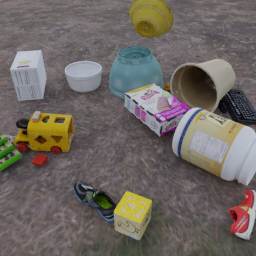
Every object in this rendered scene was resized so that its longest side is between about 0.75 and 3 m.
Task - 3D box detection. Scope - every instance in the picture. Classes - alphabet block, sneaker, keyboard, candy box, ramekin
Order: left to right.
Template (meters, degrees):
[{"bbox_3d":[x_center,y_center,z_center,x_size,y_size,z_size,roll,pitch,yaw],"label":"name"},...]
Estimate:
[{"bbox_3d":[-4.873,0.927,10.570,0.778,0.166,1.295,9,39,11],"label":"keyboard"},{"bbox_3d":[-2.274,-2.642,14.549,1.884,0.989,1.884,0,38,0],"label":"ramekin"},{"bbox_3d":[-0.957,2.097,8.557,1.776,0.736,0.630,29,44,32],"label":"sneaker"},{"bbox_3d":[0.144,2.480,7.948,0.845,0.865,0.850,15,40,20],"label":"alphabet block"},{"bbox_3d":[1.202,-0.839,11.598,1.681,0.752,2.465,-23,45,-29],"label":"candy box"},{"bbox_3d":[4.986,-1.088,13.059,1.678,0.358,2.794,0,37,0],"label":"keyboard"},{"bbox_3d":[3.377,2.423,8.239,0.723,0.656,1.702,12,39,23],"label":"sneaker"}]

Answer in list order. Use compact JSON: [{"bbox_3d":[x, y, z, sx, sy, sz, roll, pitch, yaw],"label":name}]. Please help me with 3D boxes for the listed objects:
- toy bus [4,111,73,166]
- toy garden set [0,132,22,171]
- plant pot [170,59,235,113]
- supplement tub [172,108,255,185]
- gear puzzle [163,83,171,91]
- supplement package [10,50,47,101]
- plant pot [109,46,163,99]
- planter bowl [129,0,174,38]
[{"bbox_3d":[-3.331,0.050,10.662,2.440,1.336,2.586,34,45,32],"label":"toy bus"},{"bbox_3d":[-5.149,0.873,10.134,1.740,0.416,2.087,-38,52,-26],"label":"toy garden set"},{"bbox_3d":[3.548,-2.008,12.543,2.236,2.443,2.443,-30,47,-34],"label":"plant pot"},{"bbox_3d":[3.085,0.598,9.523,2.665,1.924,1.924,26,45,30],"label":"supplement tub"},{"bbox_3d":[2.983,-1.946,14.244,2.556,0.335,1.324,4,39,10],"label":"gear puzzle"},{"bbox_3d":[-4.875,-2.657,13.970,1.207,1.695,2.176,-6,37,-7],"label":"supplement package"},{"bbox_3d":[0.377,-2.929,14.058,2.835,1.899,2.835,-3,39,2],"label":"plant pot"},{"bbox_3d":[0.891,-4.556,12.160,2.035,2.035,0.847,12,61,15],"label":"planter bowl"}]
